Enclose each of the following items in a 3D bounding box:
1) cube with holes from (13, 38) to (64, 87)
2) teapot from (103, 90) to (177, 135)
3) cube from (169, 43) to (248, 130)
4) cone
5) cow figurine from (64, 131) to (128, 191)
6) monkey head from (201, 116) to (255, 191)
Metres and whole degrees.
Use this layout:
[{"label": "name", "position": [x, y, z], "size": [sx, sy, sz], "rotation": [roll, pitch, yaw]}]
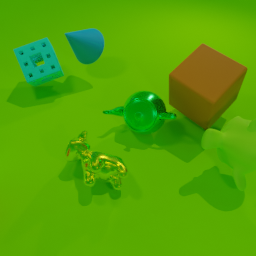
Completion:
[{"label": "cube with holes", "position": [-2.575, -1.897, 8.238], "size": [0.978, 0.978, 0.978], "rotation": [-22, 4, -6]}, {"label": "teapot", "position": [0.305, -0.358, 6.942], "size": [1.809, 1.125, 0.886], "rotation": [5, 12, 16]}, {"label": "cube", "position": [1.918, -1.012, 7.003], "size": [1.301, 1.301, 1.301], "rotation": [39, 74, 24]}, {"label": "cone", "position": [-1.445, -2.515, 8.057], "size": [1.105, 1.105, 1.109], "rotation": [30, 11, 27]}, {"label": "cow figurine", "position": [-0.704, 0.696, 6.160], "size": [1.370, 0.752, 1.348], "rotation": [14, 26, -20]}, {"label": "monkey head", "position": [2.181, 0.349, 5.590], "size": [1.241, 1.725, 1.039], "rotation": [3, 19, -35]}]
